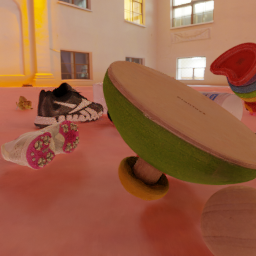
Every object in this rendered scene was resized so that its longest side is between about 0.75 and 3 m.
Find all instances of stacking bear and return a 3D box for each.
[{"bbox_3d":[3.433,-1.190,7.748,2.135,1.214,1.296,41,7,-37],"label":"stacking bear"}]

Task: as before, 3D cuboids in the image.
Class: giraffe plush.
[{"bbox_3d":[-4.610,-1.039,12.653,0.766,0.661,0.622,-35,-22,32],"label":"giraffe plush"}]

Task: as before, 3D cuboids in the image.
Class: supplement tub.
[{"bbox_3d":[2.393,-0.546,8.245,1.047,1.047,1.587,-7,11,-32],"label":"supplement tub"}]

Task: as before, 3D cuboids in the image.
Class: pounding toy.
[{"bbox_3d":[0.632,0.415,3.385,2.144,1.289,2.777,5,33,-43],"label":"pounding toy"}]

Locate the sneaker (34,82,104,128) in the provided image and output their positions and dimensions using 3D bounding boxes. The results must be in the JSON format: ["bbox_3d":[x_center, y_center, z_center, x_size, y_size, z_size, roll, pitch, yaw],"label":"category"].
[{"bbox_3d":[-1.743,-0.813,8.994,0.951,1.295,2.863,8,13,33],"label":"sneaker"}]

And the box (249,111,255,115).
[{"bbox_3d":[5.216,-0.810,11.138,0.572,0.527,1.114,6,12,31],"label":"box"}]

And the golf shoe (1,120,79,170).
[{"bbox_3d":[-1.517,0.228,5.115,0.815,0.671,1.782,0,9,18],"label":"golf shoe"}]

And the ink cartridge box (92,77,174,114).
[{"bbox_3d":[0.277,-1.369,11.376,2.064,1.166,2.818,14,24,43],"label":"ink cartridge box"}]

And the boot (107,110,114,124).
[{"bbox_3d":[0.460,-0.371,8.353,1.622,0.814,2.249,-19,21,-40],"label":"boot"}]
